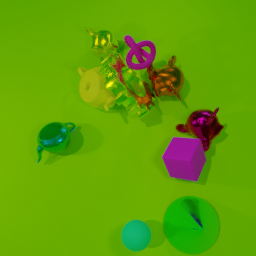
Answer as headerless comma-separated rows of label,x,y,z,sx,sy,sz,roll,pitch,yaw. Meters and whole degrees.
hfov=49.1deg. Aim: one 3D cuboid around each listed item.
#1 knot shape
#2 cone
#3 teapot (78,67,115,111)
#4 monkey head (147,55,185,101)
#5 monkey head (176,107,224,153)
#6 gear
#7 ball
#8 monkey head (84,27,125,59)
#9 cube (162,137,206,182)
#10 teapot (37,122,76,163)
knot shape,0.289,-2.270,8.240,1.125,0.556,1.203,48,46,-6
cone,1.649,2.371,6.728,1.475,1.481,1.475,-1,75,2
teapot,-0.897,-1.162,8.261,0.999,1.268,2.040,0,43,-48
monkey head,1.153,-1.567,8.481,1.023,1.221,1.697,-12,58,19
monkey head,2.042,0.046,7.842,0.955,1.584,1.140,43,53,-16
gear,0.039,-1.235,8.059,0.367,1.984,1.984,-34,67,28
ball,0.196,2.535,6.614,0.706,0.706,0.706,0,69,0
monkey head,-0.669,-2.768,9.024,1.507,1.084,0.908,10,81,-30
cube,1.488,0.799,7.339,0.792,0.792,0.792,4,43,36
teapot,-2.103,0.354,8.001,0.953,0.750,1.533,29,63,37
